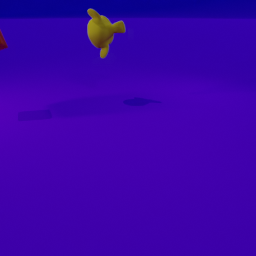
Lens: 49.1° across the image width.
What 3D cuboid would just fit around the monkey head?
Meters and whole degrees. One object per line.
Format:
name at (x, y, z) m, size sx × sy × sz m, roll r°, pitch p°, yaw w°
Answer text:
monkey head at (-0.733, -3.155, 9.159) m, size 1.130 × 1.570 × 0.946 m, roll 1°, pitch 30°, yaw 30°

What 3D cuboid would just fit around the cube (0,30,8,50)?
cube at (-4.086, -2.620, 8.032) m, size 0.821 × 0.821 × 0.821 m, roll -23°, pitch 11°, yaw -8°
